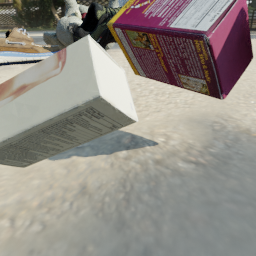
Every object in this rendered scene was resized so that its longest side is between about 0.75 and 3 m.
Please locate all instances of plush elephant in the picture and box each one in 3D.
[{"bbox_3d":[-1.555,-3.462,9.479,2.405,2.921,2.261,0,0,33],"label":"plush elephant"}]

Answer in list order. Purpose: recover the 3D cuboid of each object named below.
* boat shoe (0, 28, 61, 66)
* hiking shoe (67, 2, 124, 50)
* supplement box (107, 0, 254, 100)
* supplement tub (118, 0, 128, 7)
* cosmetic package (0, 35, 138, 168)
[{"bbox_3d":[-2.845,-2.096,7.201,2.420,0.876,0.874,-17,13,-39],"label":"boat shoe"},{"bbox_3d":[-0.509,-2.878,7.515,2.323,1.169,0.880,-41,64,-14],"label":"hiking shoe"},{"bbox_3d":[1.187,-2.053,6.545,2.813,1.841,1.452,26,71,40],"label":"supplement box"},{"bbox_3d":[0.641,-3.946,8.482,1.637,1.187,1.187,-15,15,30],"label":"supplement tub"},{"bbox_3d":[-1.056,-0.231,3.854,2.072,0.904,1.071,-21,-24,18],"label":"cosmetic package"}]
